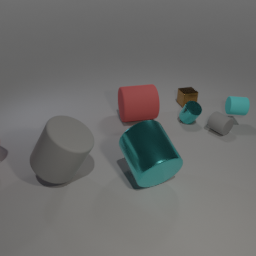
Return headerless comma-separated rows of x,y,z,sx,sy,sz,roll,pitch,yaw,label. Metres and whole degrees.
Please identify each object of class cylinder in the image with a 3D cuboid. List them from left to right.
-1.866,0.607,7.907,1.400,1.400,1.400,25,32,-17,cylinder
0.397,-1.002,11.245,1.400,1.400,1.400,-6,30,-11,cylinder
0.625,0.730,7.967,1.400,1.400,1.400,-13,55,-22,cylinder
2.491,-0.618,11.196,0.700,0.700,0.700,7,59,-11,cylinder
3.503,-0.180,10.623,0.700,0.700,0.700,-20,39,-31,cylinder
4.223,-0.859,10.854,0.700,0.700,0.700,4,30,-1,cylinder

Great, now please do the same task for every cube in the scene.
2.717,-1.414,12.838,0.700,0.700,0.700,-8,31,-14,cube
